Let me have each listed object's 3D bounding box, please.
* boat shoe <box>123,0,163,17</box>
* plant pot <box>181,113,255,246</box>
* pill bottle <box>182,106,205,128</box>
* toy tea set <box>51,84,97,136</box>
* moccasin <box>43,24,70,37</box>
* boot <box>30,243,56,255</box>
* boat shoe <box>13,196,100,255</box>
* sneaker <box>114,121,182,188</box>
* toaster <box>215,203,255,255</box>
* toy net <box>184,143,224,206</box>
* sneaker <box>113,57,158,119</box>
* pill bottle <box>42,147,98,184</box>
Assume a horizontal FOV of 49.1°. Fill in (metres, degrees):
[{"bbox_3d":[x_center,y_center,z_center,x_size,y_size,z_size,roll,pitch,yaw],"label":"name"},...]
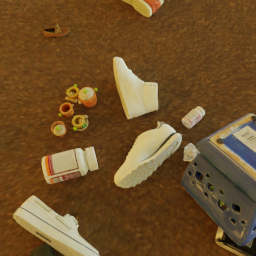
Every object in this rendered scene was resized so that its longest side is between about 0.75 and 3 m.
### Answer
[{"bbox_3d":[0.200,-6.035,12.211,2.938,1.046,0.919,42,81,12],"label":"boat shoe"},{"bbox_3d":[3.287,1.192,7.816,2.552,2.295,2.552,-26,50,-22],"label":"plant pot"},{"bbox_3d":[2.358,-0.393,10.061,0.794,0.450,0.450,-40,72,-15],"label":"pill bottle"},{"bbox_3d":[-1.934,-0.670,9.878,1.294,0.805,2.176,11,67,14],"label":"toy tea set"},{"bbox_3d":[-2.998,-4.076,11.707,1.080,0.417,0.395,0,66,0],"label":"moccasin"},{"bbox_3d":[-2.816,4.192,7.974,1.884,0.730,1.303,-20,62,-23],"label":"boot"},{"bbox_3d":[-1.924,2.984,8.246,2.875,1.058,0.940,34,49,1],"label":"boat shoe"},{"bbox_3d":[0.523,0.873,9.324,2.723,1.040,1.096,-37,60,-20],"label":"sneaker"},{"bbox_3d":[3.411,3.064,8.287,1.517,0.900,1.372,24,68,10],"label":"toaster"},{"bbox_3d":[2.675,1.434,9.256,1.214,0.447,2.314,-19,67,-8],"label":"toy net"},{"bbox_3d":[0.335,-1.618,10.428,1.415,0.902,2.449,-15,76,-8],"label":"sneaker"},{"bbox_3d":[-1.859,1.180,9.112,1.661,0.910,0.910,-14,67,-6],"label":"pill bottle"}]
